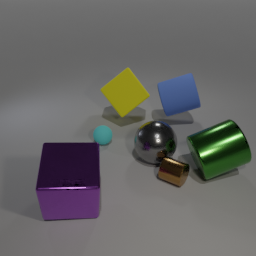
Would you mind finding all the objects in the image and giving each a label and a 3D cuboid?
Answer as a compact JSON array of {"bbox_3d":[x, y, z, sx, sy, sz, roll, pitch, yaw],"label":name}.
[{"bbox_3d":[-0.917,0.255,10.196,0.700,0.700,0.700,0,28,0],"label":"ball"},{"bbox_3d":[-1.425,1.322,7.038,1.400,1.400,1.400,0,46,-7],"label":"cube"},{"bbox_3d":[-0.092,-1.448,11.444,1.400,1.400,1.400,-38,5,6],"label":"cube"},{"bbox_3d":[1.361,1.281,8.287,0.700,0.700,0.700,18,33,30],"label":"cylinder"},{"bbox_3d":[2.027,-1.311,11.147,1.400,1.400,1.400,-15,26,13],"label":"cylinder"},{"bbox_3d":[0.893,0.456,9.080,1.400,1.400,1.400,0,28,0],"label":"ball"},{"bbox_3d":[2.658,0.636,8.329,1.400,1.400,1.400,-23,30,3],"label":"cylinder"}]
